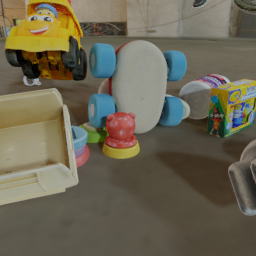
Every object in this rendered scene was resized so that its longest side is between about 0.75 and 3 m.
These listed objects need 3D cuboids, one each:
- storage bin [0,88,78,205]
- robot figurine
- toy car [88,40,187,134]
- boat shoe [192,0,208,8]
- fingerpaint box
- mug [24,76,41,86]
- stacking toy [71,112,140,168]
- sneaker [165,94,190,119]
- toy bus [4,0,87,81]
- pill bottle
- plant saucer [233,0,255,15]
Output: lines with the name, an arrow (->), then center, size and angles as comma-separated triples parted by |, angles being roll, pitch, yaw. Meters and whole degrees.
storage bin -> -2.089, 0.319, 5.415 | 1.962, 0.926, 1.976 | -11, 50, -8
robot figurine -> 3.063, 0.738, 4.813 | 2.653, 1.498, 2.250 | -10, -9, -23
toy car -> -0.140, -1.288, 8.880 | 2.718, 2.608, 2.949 | -2, 9, -25
boat shoe -> 2.737, -4.740, 10.017 | 1.200, 0.361, 0.428 | -44, 59, -15
fingerpaint box -> 3.148, -0.613, 8.286 | 1.689, 1.409, 0.620 | -16, 27, -36
mug -> -4.619, -2.321, 13.732 | 0.752, 0.555, 0.659 | 31, 15, 2
stacking toy -> -1.115, 0.028, 7.221 | 2.426, 1.025, 2.196 | -11, 25, -25
sneaker -> 1.181, -0.901, 9.688 | 2.353, 0.882, 0.994 | 17, 31, 35
toy bus -> -2.162, -2.816, 8.084 | 1.868, 2.642, 2.752 | 4, -4, 1
pill bottle -> 2.839, -1.203, 9.887 | 1.271, 1.271, 2.281 | 15, 26, 33
plant saucer -> 3.593, -3.657, 7.953 | 1.181, 0.296, 1.181 | 23, 2, -1
